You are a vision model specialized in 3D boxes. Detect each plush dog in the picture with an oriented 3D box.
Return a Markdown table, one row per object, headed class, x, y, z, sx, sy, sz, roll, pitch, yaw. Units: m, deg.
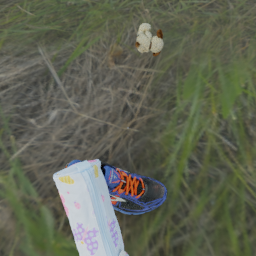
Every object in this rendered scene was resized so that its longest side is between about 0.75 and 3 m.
| class | x | y | z | sx | sy | sz | roll | pitch | yaw |
| --- | --- | --- | --- | --- | --- | --- | --- | --- | --- |
| plush dog | 0.689 | -2.643 | 8.662 | 0.830 | 0.967 | 0.776 | 11 | 39 | 6 |

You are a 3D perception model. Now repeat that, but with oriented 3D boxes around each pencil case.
| class | x | y | z | sx | sy | sz | roll | pitch | yaw |
| --- | --- | --- | --- | --- | --- | --- | --- | --- | --- |
| pencil case | -0.603 | 1.594 | 4.844 | 0.866 | 0.945 | 2.083 | -18 | 90 | -15 |

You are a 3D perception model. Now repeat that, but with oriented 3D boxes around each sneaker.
| class | x | y | z | sx | sy | sz | roll | pitch | yaw |
| --- | --- | --- | --- | --- | --- | --- | --- | --- | --- |
| sneaker | -0.312 | 1.236 | 6.002 | 2.398 | 0.941 | 0.903 | 10 | 59 | -3 |
